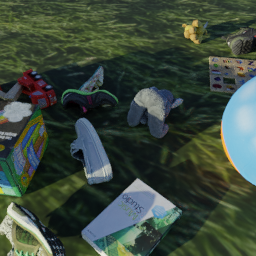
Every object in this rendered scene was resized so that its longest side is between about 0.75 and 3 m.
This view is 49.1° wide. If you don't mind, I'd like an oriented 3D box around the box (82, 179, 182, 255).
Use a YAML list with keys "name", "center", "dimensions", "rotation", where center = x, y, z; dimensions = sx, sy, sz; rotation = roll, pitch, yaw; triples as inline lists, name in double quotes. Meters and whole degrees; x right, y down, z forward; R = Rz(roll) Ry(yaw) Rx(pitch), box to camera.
- name: "box"
  center: [0.114, 2.136, 6.234]
  dimensions: [1.359, 0.342, 1.883]
  rotation: [32, 54, 28]

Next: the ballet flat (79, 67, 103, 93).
- name: "ballet flat"
  center: [-1.203, -1.579, 9.948]
  dimensions: [0.501, 0.593, 1.567]
  rotation: [37, 54, -6]

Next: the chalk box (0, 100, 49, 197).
- name: "chalk box"
  center: [-3.193, 0.659, 6.906]
  dimensions: [1.532, 1.521, 2.455]
  rotation: [8, 46, 7]

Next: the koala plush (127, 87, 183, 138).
- name: "koala plush"
  center: [0.933, -0.729, 8.564]
  dimensions: [1.346, 1.395, 1.518]
  rotation: [27, 39, 24]

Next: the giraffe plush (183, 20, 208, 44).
- name: "giraffe plush"
  center: [2.887, -4.342, 12.489]
  dimensions: [1.131, 0.976, 0.917]
  rotation: [-44, 37, -24]

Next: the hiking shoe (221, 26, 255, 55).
- name: "hiking shoe"
  center: [5.390, -3.950, 11.904]
  dimensions: [2.614, 0.990, 1.316]
  rotation: [-12, 49, -11]

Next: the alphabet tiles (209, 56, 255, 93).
- name: "alphabet tiles"
  center: [4.492, -1.949, 10.534]
  dimensions: [2.766, 0.104, 2.312]
  rotation: [8, 45, 7]

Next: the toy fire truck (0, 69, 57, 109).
- name: "toy fire truck"
  center: [-3.687, -1.295, 9.529]
  dimensions: [1.657, 0.573, 2.349]
  rotation: [-30, 53, -26]

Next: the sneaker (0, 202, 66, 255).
- name: "sneaker"
  center: [-2.019, 2.403, 5.771]
  dimensions: [1.915, 0.736, 0.849]
  rotation: [32, 77, 31]

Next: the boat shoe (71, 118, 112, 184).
- name: "boat shoe"
  center: [-1.142, 0.567, 7.519]
  dimensions: [0.774, 0.758, 2.173]
  rotation: [-15, 50, -21]

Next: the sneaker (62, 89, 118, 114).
- name: "sneaker"
  center: [-1.232, -0.778, 9.039]
  dimensions: [1.869, 0.717, 0.783]
  rotation: [1, 58, 9]

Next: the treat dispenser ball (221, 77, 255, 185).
- name: "treat dispenser ball"
  center: [3.705, 0.070, 6.496]
  dimensions: [2.952, 2.952, 2.952]
  rotation: [0, 45, 0]
